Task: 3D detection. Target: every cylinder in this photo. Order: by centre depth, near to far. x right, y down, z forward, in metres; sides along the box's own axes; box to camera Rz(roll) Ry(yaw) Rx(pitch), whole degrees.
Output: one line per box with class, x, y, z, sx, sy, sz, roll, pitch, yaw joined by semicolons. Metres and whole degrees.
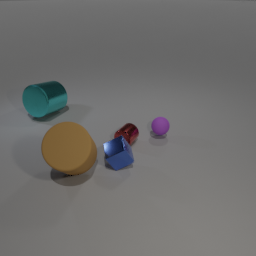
cylinder;-1.692;0.652;8.355;1.400;1.400;1.400;0;-14;1
cylinder;-0.050;0.263;10.374;0.700;0.700;0.700;14;31;24
cylinder;-3.626;-1.297;12.309;1.400;1.400;1.400;12;21;21

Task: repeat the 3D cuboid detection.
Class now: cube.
cube;-0.294;0.803;8.998;0.700;0.700;0.700;-26;41;11

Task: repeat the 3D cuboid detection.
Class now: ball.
ball;1.240;-0.081;10.697;0.700;0.700;0.700;0;28;0
